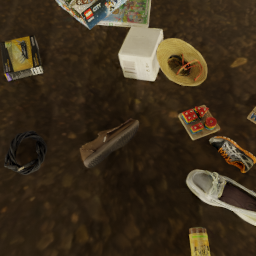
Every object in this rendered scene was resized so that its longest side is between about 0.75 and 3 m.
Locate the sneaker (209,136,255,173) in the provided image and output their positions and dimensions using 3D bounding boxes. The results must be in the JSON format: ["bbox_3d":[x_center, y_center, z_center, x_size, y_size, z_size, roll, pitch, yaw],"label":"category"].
[{"bbox_3d":[3.003,0.751,8.193,1.421,0.556,0.549,33,70,16],"label":"sneaker"}]

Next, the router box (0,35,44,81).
[{"bbox_3d":[-3.840,-2.547,10.125,1.267,0.421,1.611,-16,62,-9],"label":"router box"}]

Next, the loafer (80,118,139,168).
[{"bbox_3d":[-0.568,0.283,8.315,2.086,0.762,0.740,-35,67,-19],"label":"loafer"}]

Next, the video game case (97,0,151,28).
[{"bbox_3d":[-0.152,-5.129,11.696,2.175,0.263,2.389,5,61,3],"label":"video game case"}]

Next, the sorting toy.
[{"bbox_3d":[2.271,-0.250,8.864,0.986,0.345,0.992,-20,62,-11],"label":"sorting toy"}]

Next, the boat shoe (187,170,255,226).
[{"bbox_3d":[2.729,1.770,7.470,2.369,0.760,0.873,30,65,16],"label":"boat shoe"}]

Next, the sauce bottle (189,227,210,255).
[{"bbox_3d":[1.801,3.191,6.847,0.460,0.460,1.422,-3,61,-1],"label":"sauce bottle"}]

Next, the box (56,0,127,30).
[{"bbox_3d":[-0.442,-3.586,6.640,2.531,0.477,1.729,-40,54,-5],"label":"box"}]

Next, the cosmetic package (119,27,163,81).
[{"bbox_3d":[0.510,-2.552,9.630,1.143,1.142,1.385,12,62,18],"label":"cosmetic package"}]

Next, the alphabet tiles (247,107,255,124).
[{"bbox_3d":[5.232,-0.285,9.041,2.135,0.081,1.785,38,67,20],"label":"alphabet tiles"}]

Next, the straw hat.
[{"bbox_3d":[1.671,-2.041,9.613,1.935,0.819,1.935,8,67,-19],"label":"straw hat"}]

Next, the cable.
[{"bbox_3d":[-2.983,0.682,8.335,1.117,0.348,1.369,12,60,7],"label":"cable"}]
